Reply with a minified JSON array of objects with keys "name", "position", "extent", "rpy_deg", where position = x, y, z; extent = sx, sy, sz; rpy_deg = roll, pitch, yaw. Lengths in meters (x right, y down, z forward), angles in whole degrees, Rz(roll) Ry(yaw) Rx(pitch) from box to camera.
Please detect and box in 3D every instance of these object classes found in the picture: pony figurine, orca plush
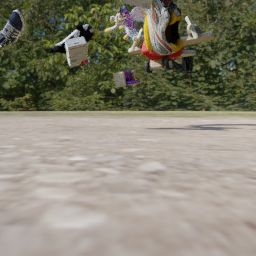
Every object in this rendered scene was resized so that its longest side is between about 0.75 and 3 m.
[{"name":"pony figurine","position":[0.002,-3.608,9.772],"extent":[1.427,1.231,1.478],"rpy_deg":[16,-11,-17]},{"name":"orca plush","position":[-1.871,-3.170,10.444],"extent":[0.768,1.137,2.160],"rpy_deg":[41,38,1]}]

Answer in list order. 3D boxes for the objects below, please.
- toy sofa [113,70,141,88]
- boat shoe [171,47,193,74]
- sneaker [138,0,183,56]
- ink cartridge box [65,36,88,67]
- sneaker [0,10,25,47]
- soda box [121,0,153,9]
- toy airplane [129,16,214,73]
[{"name":"toy sofa","position":[0.000,-1.569,8.789],"extent":[0.529,0.449,1.085],"rpy_deg":[-6,11,22]},{"name":"boat shoe","position":[1.644,-2.818,10.181],"extent":[1.131,0.881,2.491],"rpy_deg":[28,-1,31]},{"name":"sneaker","position":[0.869,-2.978,6.899],"extent":[0.980,2.386,0.929],"rpy_deg":[14,44,42]},{"name":"ink cartridge box","position":[-1.656,-2.473,9.111],"extent":[0.640,0.363,0.878],"rpy_deg":[-18,-29,-16]},{"name":"sneaker","position":[-3.617,-2.942,8.448],"extent":[0.749,0.484,1.381],"rpy_deg":[-43,6,-38]},{"name":"soda box","position":[0.205,-2.718,4.597],"extent":[0.628,0.672,1.974],"rpy_deg":[14,1,0]},{"name":"toy airplane","position":[1.249,-2.702,8.806],"extent":[2.228,1.572,2.218],"rpy_deg":[-14,15,-8]}]
